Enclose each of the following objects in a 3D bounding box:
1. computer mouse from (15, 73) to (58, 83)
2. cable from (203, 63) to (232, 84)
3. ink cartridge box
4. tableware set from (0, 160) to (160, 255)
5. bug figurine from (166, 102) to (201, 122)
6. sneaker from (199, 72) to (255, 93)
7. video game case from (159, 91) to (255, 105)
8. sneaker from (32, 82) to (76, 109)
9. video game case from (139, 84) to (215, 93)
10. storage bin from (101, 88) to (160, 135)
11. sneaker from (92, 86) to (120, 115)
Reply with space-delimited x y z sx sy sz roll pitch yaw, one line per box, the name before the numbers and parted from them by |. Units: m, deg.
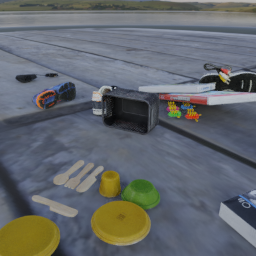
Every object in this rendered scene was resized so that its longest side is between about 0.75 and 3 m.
computer mouse | -4.232 -2.371 13.186 2.097 0.357 0.615 -13 13 -38
cable | 3.364 -2.185 10.480 1.268 0.616 0.319 37 50 28
ink cartridge box | 2.352 1.632 4.260 0.892 0.352 1.795 -12 28 -25
tableware set | -0.701 1.552 4.406 2.007 0.457 2.980 13 26 19
bug figurine | 1.766 -0.553 9.063 1.011 0.336 1.304 2 23 1
sneaker | 4.192 -1.811 11.135 2.617 0.967 1.038 8 21 18
video game case | 2.590 -1.049 9.333 2.019 0.246 2.824 -6 11 -22
sneaker | -2.670 -1.259 10.217 0.761 0.730 1.939 11 24 34
video game case | 1.850 -1.480 10.414 2.232 0.246 2.035 4 12 32
storage bin | 0.067 -0.505 8.110 1.533 1.036 0.719 13 28 26
sneaker | -0.397 -1.099 9.648 0.797 0.807 2.033 8 22 38
